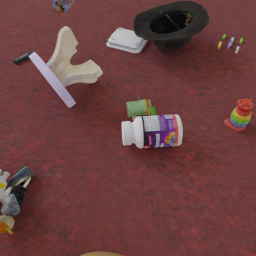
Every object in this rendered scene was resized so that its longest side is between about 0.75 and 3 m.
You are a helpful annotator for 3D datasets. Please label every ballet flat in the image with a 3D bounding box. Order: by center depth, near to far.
[{"bbox_3d":[-2.913,1.492,7.046,0.467,0.467,1.279,34,54,25],"label":"ballet flat"}]

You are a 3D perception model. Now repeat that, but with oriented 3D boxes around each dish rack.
[{"bbox_3d":[-0.021,-3.626,11.371,1.478,0.322,1.269,18,53,15],"label":"dish rack"}]

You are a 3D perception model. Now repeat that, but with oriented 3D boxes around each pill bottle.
[{"bbox_3d":[0.648,0.106,7.885,1.607,0.895,0.895,-3,50,-3],"label":"pill bottle"}]

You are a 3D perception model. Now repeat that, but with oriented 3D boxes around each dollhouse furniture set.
[{"bbox_3d":[0.386,-0.588,8.652,0.781,0.598,1.192,-5,50,-4],"label":"dollhouse furniture set"}]

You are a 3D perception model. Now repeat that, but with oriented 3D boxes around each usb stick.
[{"bbox_3d":[-3.942,-2.711,10.709,0.927,0.151,0.257,-37,60,-26],"label":"usb stick"}]

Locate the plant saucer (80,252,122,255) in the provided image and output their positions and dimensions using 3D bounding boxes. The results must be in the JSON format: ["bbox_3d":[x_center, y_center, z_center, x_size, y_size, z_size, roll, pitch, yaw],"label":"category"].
[{"bbox_3d":[-0.597,3.669,5.188,2.764,0.489,2.764,0,50,0],"label":"plant saucer"}]

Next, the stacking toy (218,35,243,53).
[{"bbox_3d":[4.129,-3.441,11.258,0.790,0.246,1.047,22,53,17],"label":"stacking toy"}]

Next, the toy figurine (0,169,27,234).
[{"bbox_3d":[-3.310,1.578,6.134,1.737,1.765,1.228,12,60,7],"label":"toy figurine"}]

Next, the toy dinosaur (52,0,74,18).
[{"bbox_3d":[-1.984,-3.344,7.845,0.601,1.038,1.144,24,68,-12],"label":"toy dinosaur"}]

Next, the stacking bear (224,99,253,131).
[{"bbox_3d":[3.343,-0.437,8.241,0.629,1.036,0.589,-23,54,-18],"label":"stacking bear"}]

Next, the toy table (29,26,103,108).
[{"bbox_3d":[-1.945,-1.878,8.896,1.447,2.272,2.471,-39,66,-8],"label":"toy table"}]

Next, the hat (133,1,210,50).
[{"bbox_3d":[1.658,-3.762,10.860,2.874,1.159,2.874,-5,51,7],"label":"hat"}]
